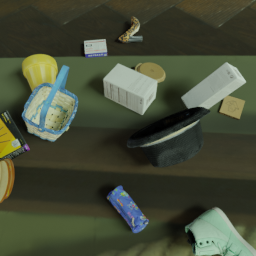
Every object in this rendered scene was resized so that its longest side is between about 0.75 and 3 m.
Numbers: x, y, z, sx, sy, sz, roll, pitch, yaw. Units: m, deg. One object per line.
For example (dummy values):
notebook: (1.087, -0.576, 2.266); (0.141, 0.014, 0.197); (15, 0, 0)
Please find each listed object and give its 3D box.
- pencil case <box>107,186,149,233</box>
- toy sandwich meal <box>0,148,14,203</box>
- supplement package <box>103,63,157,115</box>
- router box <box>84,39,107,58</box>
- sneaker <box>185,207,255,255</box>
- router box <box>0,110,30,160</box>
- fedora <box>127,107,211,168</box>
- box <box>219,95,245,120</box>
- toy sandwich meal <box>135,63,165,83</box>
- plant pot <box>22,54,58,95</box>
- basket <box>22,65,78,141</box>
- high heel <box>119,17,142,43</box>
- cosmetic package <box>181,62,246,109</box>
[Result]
pencil case: (-0.020, 2.417, 8.351); (0.579, 0.645, 1.485); (-49, 62, 12)
toy sandwich meal: (-4.703, 1.465, 8.746); (2.385, 0.817, 2.385); (-2, 79, 12)
supplement package: (0.077, -1.491, 10.711); (1.778, 1.043, 1.039); (28, 61, 18)
router box: (-1.460, -3.583, 12.601); (0.983, 0.240, 0.882); (-6, 56, -4)
sneaker: (2.537, 3.424, 7.510); (1.398, 0.872, 2.370); (-21, 49, -20)
router box: (-4.463, 0.364, 9.823); (1.328, 0.455, 1.781); (-31, 61, -19)
fedora: (1.455, 0.395, 9.010); (2.862, 2.862, 1.307); (-26, 97, -17)
box: (4.020, -0.811, 10.831); (0.783, 0.102, 0.958); (21, 59, 14)
toy sandwich meal: (0.896, -2.212, 11.596); (1.321, 0.452, 1.321); (7, 52, -9)
plant pot: (-3.384, -1.981, 10.961); (1.327, 1.327, 1.248); (-12, 70, -8)
basket: (-2.542, -0.757, 9.436); (1.599, 2.299, 2.027); (21, 58, -5)
high heel: (-0.004, -4.648, 13.104); (1.101, 0.551, 1.545); (-7, 65, -12)
cosmetic package: (3.011, -1.349, 9.939); (1.004, 1.979, 0.705); (3, 55, -52)
